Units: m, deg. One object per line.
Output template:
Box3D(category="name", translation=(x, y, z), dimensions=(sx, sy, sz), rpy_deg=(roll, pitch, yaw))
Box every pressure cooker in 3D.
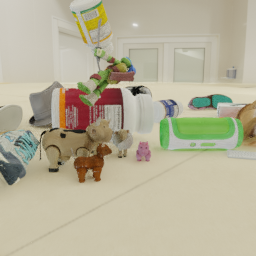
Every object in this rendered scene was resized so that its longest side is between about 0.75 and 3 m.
Box3D(category="pressure cooker", translation=(0.540, -1.581, 15.064), dimensions=(1.383, 1.404, 1.572), rpy_deg=(-10, 12, -39))

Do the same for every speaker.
Box3D(category="speaker", translation=(2.019, 0.149, 7.917), dimensions=(2.186, 0.967, 0.967), rpy_deg=(0, 12, 0))

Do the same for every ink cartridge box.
Box3D(category="ink cartridge box", translation=(5.578, -0.674, 12.612), dimensions=(2.930, 0.638, 2.543), rpy_deg=(3, 11, 15))

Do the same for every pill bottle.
Box3D(category="pill bottle", translation=(1.696, -0.787, 12.350), dimensions=(0.937, 0.937, 1.689), rpy_deg=(11, 16, 43))
Box3D(category="pill bottle", translation=(-0.789, -0.414, 8.760), dimensions=(2.989, 1.689, 1.689), rpy_deg=(-2, 12, -11))
Box3D(category="pill bottle", translation=(-1.127, -3.376, 9.415), dimensions=(1.052, 1.866, 1.052), rpy_deg=(-12, 40, 11))

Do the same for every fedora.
Box3D(category="fedora", translation=(-3.223, -1.153, 11.659), dimensions=(2.410, 1.230, 2.725), rpy_deg=(-29, 19, -11))

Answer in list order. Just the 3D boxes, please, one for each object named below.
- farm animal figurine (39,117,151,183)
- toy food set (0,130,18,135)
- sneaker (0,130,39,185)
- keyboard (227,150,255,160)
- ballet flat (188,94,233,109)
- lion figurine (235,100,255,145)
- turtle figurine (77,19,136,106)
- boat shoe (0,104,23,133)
Box3D(category="farm animal figurine", translation=(-0.667, 0.266, 6.686), dimensions=(1.925, 1.199, 2.384), rpy_deg=(9, 15, 36))
Box3D(category="toy food set", translation=(-3.707, 0.269, 9.006), dimensions=(1.021, 0.248, 1.011), rpy_deg=(1, 12, 7))
Box3D(category="sneaker", translation=(-2.420, 0.420, 6.045), dimensions=(0.993, 0.893, 2.301), rpy_deg=(-29, 24, -21))
Box3D(category="keyboard", translation=(3.460, 0.732, 7.192), dimensions=(1.719, 0.092, 0.484), rpy_deg=(3, 12, 17))
Box3D(category="ballet flat", translation=(4.603, -1.441, 15.945), dimensions=(2.593, 0.896, 0.923), rpy_deg=(-4, -1, -12))
Box3D(category="lion figurine", translation=(3.938, -0.143, 8.816), dimensions=(1.750, 1.035, 2.857), rpy_deg=(-46, -7, 36))
Box3D(category="turtle figurine", translation=(-0.745, -1.412, 6.830), dimensions=(1.532, 1.580, 1.137), rpy_deg=(-52, 17, -25))
Box3D(category="boat shoe", translation=(-4.608, -0.190, 9.478), dimensions=(0.861, 1.055, 2.856), rpy_deg=(7, 21, 10))
